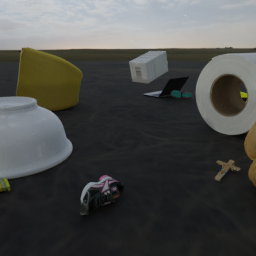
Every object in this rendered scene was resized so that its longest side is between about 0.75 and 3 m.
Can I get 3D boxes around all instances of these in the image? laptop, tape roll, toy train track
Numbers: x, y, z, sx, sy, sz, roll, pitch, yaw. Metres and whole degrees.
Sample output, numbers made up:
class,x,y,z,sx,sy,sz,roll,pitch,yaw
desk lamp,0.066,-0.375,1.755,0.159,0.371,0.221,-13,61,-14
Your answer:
class,x,y,z,sx,sy,sz,roll,pitch,yaw
laptop,1.949,-2.170,14.475,1.638,1.014,1.749,-15,22,-42
tape roll,3.459,-1.058,8.416,1.612,2.348,2.348,-11,20,-34
toy train track,1.992,0.897,5.768,0.487,0.138,0.850,20,31,33

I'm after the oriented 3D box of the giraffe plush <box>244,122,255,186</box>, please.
class,x,y,z,sx,sy,sz,roll,pitch,yaw
giraffe plush,3.668,0.440,4.482,2.374,2.526,2.927,32,-1,44

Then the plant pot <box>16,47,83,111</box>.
class,x,y,z,sx,sy,sz,roll,pitch,yaw
plant pot,-3.210,-1.942,11.704,2.402,2.348,2.332,7,14,-16

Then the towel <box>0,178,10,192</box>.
class,x,y,z,sx,sy,sz,roll,pitch,yaw
towel,-2.759,1.143,4.993,1.188,0.107,0.511,-10,14,-28

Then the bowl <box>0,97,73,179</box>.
class,x,y,z,sx,sy,sz,roll,pitch,yaw
bowl,-2.839,0.015,6.642,2.935,1.319,2.935,-1,16,0

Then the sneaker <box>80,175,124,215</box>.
class,x,y,z,sx,sy,sz,roll,pitch,yaw
sneaker,-0.388,1.081,4.621,0.459,0.427,1.064,8,20,22

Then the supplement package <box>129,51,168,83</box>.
class,x,y,z,sx,sy,sz,roll,pitch,yaw
supplement package,0.884,-2.562,11.664,0.880,0.877,1.501,14,37,39

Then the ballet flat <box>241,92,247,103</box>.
class,x,y,z,sx,sy,sz,roll,pitch,yaw
ballet flat,4.848,-0.849,10.635,0.904,0.901,2.698,-32,27,-22

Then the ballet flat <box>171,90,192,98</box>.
class,x,y,z,sx,sy,sz,roll,pitch,yaw
ballet flat,2.627,-1.641,13.943,1.120,0.387,0.399,3,-2,-8
